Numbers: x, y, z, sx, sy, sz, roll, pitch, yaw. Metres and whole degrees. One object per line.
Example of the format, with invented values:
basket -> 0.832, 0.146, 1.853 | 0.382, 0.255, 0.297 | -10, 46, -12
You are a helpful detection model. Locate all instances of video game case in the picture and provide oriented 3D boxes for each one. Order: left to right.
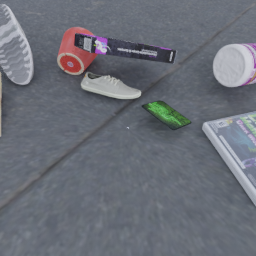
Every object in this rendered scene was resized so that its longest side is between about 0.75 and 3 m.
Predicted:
video game case -> 3.362, 0.534, 6.664 | 2.261, 0.290, 2.487 | -12, 45, -12

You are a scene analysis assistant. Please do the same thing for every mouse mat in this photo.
mouse mat -> 0.997, -0.355, 7.208 | 1.129, 0.042, 0.908 | 39, 37, 28

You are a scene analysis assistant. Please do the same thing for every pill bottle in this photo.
pill bottle -> 3.614, -1.893, 8.273 | 2.108, 1.183, 1.183 | -14, 44, -33

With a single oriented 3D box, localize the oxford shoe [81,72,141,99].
oxford shoe -> -0.502, -1.255, 8.226 | 1.825, 0.527, 0.686 | 15, 25, 7

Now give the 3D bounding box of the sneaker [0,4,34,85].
sneaker -> -3.537, -2.617, 9.054 | 1.018, 1.117, 2.724 | -20, 78, 5

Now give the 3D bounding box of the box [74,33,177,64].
box -> -0.121, -2.291, 8.051 | 2.502, 0.452, 1.789 | 0, 20, -24

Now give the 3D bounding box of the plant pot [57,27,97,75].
plant pot -> -1.688, -2.435, 9.152 | 1.269, 1.269, 1.123 | 10, 55, 10
